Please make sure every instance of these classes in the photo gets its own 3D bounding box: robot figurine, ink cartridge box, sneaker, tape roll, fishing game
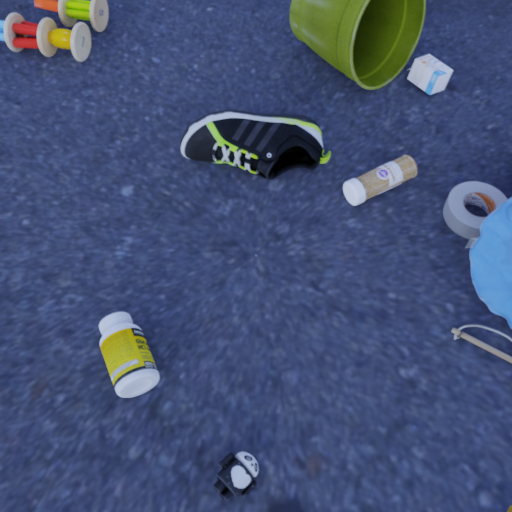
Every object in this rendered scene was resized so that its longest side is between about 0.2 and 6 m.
[{"bbox_3d":[-0.292,3.267,8.327,0.722,0.543,0.451,-40,45,-23],"label":"robot figurine"},{"bbox_3d":[4.030,-4.284,13.141,0.558,0.544,0.868,-27,60,-30],"label":"ink cartridge box"},{"bbox_3d":[-0.017,-2.207,11.501,3.096,1.110,1.282,-5,57,-4],"label":"sneaker"},{"bbox_3d":[4.350,-0.894,11.070,1.206,0.398,1.206,0,58,0],"label":"tape roll"},{"bbox_3d":[4.952,0.160,9.563,2.619,0.569,3.658,27,93,14],"label":"fishing game"}]

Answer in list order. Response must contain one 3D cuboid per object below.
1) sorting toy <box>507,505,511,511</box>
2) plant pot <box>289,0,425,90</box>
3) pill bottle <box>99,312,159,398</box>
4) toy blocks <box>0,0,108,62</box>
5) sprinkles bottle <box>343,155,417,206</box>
[{"bbox_3d":[3.261,4.296,6.858,1.252,1.833,3.051,20,87,27],"label":"sorting toy"},{"bbox_3d":[2.168,-5.526,13.091,2.531,2.531,2.437,-37,52,-21],"label":"plant pot"},{"bbox_3d":[-2.140,1.603,9.245,0.729,0.729,1.297,-22,60,-14],"label":"pill bottle"},{"bbox_3d":[-5.278,-5.891,14.008,2.555,0.928,2.129,11,58,7],"label":"toy blocks"},{"bbox_3d":[2.531,-1.551,11.424,1.539,0.525,0.525,-26,61,-16],"label":"sprinkles bottle"}]
